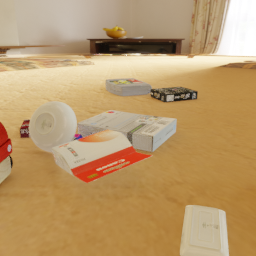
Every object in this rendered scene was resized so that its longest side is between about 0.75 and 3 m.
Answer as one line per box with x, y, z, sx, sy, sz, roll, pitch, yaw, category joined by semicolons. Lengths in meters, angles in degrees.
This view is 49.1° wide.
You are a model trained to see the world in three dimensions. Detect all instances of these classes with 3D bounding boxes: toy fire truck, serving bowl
-3.246;-0.110;5.118;2.062;2.342;1.507;4;19;5;toy fire truck
-1.872;-0.066;6.689;1.257;1.257;0.414;7;-7;20;serving bowl

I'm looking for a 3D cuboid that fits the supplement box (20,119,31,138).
-2.844;-0.006;8.218;0.502;0.281;0.923;-4;20;-12;supplement box

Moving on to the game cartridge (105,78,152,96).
-0.144;-2.153;14.433;1.835;0.564;2.757;-11;21;-18;game cartridge

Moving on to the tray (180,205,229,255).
1.113;1.450;4.047;0.627;0.130;1.168;6;19;14;tray

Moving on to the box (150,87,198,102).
2.074;-1.557;12.772;1.710;0.372;1.370;-8;20;-23;box

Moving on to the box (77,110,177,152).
0.003;-0.005;7.917;2.274;0.468;1.772;10;20;25;box

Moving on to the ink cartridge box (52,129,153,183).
-0.603;0.483;5.660;1.450;0.448;1.788;-19;12;-28;ink cartridge box

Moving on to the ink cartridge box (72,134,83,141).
-1.631;0.326;7.351;1.219;0.226;0.577;4;18;6;ink cartridge box
